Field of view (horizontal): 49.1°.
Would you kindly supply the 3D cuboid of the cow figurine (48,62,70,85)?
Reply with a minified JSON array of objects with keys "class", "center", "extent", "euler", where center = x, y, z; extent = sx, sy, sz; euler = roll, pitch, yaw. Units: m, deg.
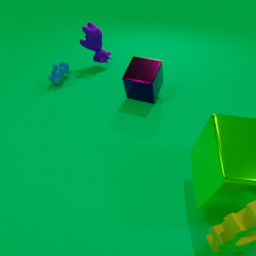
[{"class":"cow figurine","center":[-2.302,-1.824,9.408],"extent":[0.499,0.895,0.909],"euler":[22,82,-1]}]

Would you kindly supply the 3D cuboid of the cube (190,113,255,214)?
[{"class":"cube","center":[1.980,0.692,5.020],"extent":[1.303,1.303,1.303],"euler":[6,53,-4]}]

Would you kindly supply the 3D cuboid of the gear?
[{"class":"gear","center":[1.819,1.425,4.073],"extent":[1.354,1.354,0.250],"euler":[-12,50,-15]}]

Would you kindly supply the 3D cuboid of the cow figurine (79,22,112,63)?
[{"class":"cow figurine","center":[-1.083,-2.951,9.934],"extent":[1.252,1.273,0.699],"euler":[34,56,3]}]

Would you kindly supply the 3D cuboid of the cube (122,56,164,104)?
[{"class":"cube","center":[0.469,-1.428,8.332],"extent":[0.924,0.924,0.924],"euler":[14,62,18]}]
